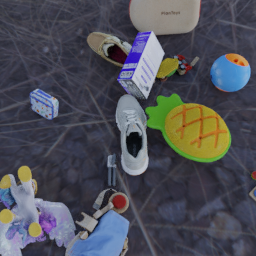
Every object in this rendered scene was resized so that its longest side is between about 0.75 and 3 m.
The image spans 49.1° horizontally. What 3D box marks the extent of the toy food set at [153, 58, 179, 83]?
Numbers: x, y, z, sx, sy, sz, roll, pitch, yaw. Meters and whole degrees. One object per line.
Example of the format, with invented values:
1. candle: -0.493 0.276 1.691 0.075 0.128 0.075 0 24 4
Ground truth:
1. toy food set: 1.412 -2.156 10.755 1.280 0.418 0.753 -34 48 8

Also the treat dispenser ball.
1. treat dispenser ball: 3.719 -2.007 10.216 1.370 1.370 1.370 0 64 0

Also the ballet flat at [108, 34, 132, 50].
1. ballet flat: -0.294 -3.344 11.349 1.475 0.460 0.498 28 67 13

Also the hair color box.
1. hair color box: 0.522 -2.291 10.294 0.716 1.208 2.210 4 62 35

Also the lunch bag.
1. lunch bag: -2.976 -0.858 9.869 1.111 0.890 0.420 27 43 16

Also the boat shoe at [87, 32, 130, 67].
1. boat shoe: -0.672 -3.068 10.867 2.402 0.797 0.889 31 104 14

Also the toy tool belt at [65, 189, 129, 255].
1. toy tool belt: -0.655 2.870 7.623 1.639 1.613 2.625 31 67 3

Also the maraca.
1. maraca: 1.944 -0.062 9.158 2.910 1.557 1.995 35 61 18

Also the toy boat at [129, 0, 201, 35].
1. toy boat: 1.465 -5.010 11.679 2.877 1.877 1.880 -4 34 -2

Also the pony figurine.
1. pony figurine: -2.706 2.329 7.712 2.225 2.672 2.580 -12 80 -14

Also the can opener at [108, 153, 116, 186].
1. can opener: -0.532 1.362 9.143 0.278 0.351 1.057 1 69 -1

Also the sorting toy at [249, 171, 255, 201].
1. sorting toy: 4.418 2.124 8.792 0.767 0.269 1.591 -39 70 -17

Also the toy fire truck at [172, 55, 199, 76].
1. toy fire truck: 2.243 -2.573 10.971 0.893 0.575 0.786 -19 64 -21

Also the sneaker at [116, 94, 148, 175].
1. sneaker: 0.190 -0.007 9.239 1.095 1.330 2.892 -7 64 -4
